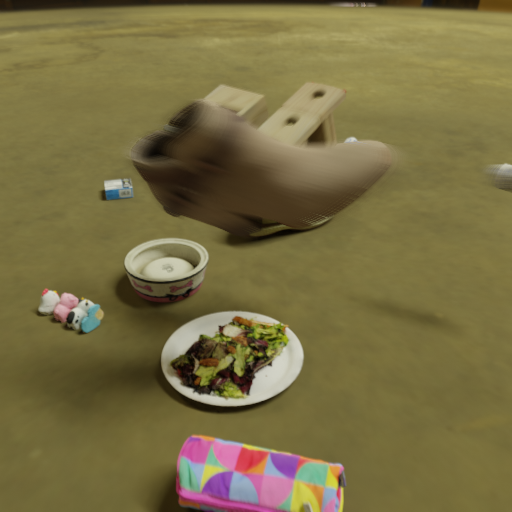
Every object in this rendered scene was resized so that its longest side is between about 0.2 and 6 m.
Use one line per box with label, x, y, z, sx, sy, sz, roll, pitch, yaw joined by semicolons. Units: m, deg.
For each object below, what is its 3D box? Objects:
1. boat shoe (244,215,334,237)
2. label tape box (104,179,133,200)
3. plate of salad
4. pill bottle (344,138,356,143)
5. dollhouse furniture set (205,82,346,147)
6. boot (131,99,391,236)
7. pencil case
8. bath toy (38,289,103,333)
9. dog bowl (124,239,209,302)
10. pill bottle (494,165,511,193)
boat shoe;0.817;-1.079;11.660;2.552;0.944;0.942;-19;60;-29
label tape box;-3.337;-1.669;13.538;0.631;0.291;0.881;-8;33;-13
plate of salad;-0.350;1.364;8.220;2.086;0.501;2.086;1;31;0
pill bottle;2.636;-3.048;15.726;0.432;0.432;0.770;10;31;16
dollhouse furniture set;0.266;-1.696;8.111;1.855;1.308;1.300;25;60;33
boot;-0.021;-1.074;6.342;2.598;1.900;0.913;-25;50;24
pencil case;0.056;2.489;6.054;1.882;0.832;0.832;6;31;14
bath toy;-3.075;0.834;9.175;1.194;0.441;0.519;16;34;26
dog bowl;-1.586;0.272;10.015;1.487;0.548;1.487;1;30;0
pill bottle;3.902;-1.082;8.236;0.372;0.372;0.653;-26;40;-36
